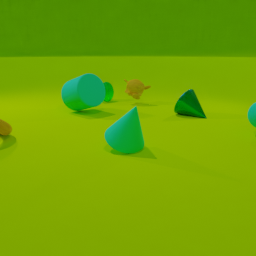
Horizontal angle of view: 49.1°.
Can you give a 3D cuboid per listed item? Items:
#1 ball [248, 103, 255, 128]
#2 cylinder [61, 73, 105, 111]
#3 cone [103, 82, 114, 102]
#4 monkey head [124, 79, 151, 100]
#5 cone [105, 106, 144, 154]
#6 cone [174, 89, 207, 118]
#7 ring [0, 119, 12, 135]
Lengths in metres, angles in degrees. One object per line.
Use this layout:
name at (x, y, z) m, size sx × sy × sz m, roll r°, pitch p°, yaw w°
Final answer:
ball at (3.804, -0.366, 7.872) m, size 0.812 × 0.812 × 0.812 m, roll 0°, pitch 16°, yaw 0°
cylinder at (-1.720, -1.347, 10.768) m, size 1.251 × 1.251 × 1.251 m, roll -14°, pitch 5°, yaw -41°
cone at (-1.322, -1.711, 13.371) m, size 0.923 × 0.920 × 0.920 m, roll 3°, pitch 14°, yaw 39°
monkey head at (0.367, -1.740, 12.598) m, size 1.331 × 0.802 × 0.958 m, roll 18°, pitch -7°, yaw 22°
cone at (0.051, -0.111, 6.685) m, size 1.028 × 1.032 × 1.028 m, roll 12°, pitch 38°, yaw -10°
cone at (2.460, -0.675, 10.266) m, size 1.088 × 1.088 × 1.092 m, roll -16°, pitch 49°, yaw -44°
ring at (-3.970, -0.231, 7.576) m, size 1.661 × 0.332 × 1.661 m, roll 19°, pitch -13°, yaw 5°
